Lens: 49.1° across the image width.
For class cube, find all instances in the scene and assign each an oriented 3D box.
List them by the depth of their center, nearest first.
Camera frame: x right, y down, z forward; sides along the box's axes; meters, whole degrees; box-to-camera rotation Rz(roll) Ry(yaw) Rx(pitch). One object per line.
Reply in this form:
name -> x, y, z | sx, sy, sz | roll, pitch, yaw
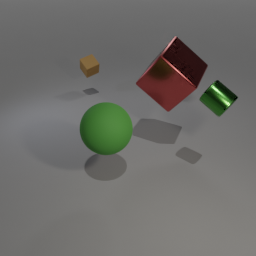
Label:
cube -> 1.369, -1.662, 8.725 | 1.400, 1.400, 1.400 | 40, 48, -6
cube -> -1.866, -3.005, 13.583 | 0.700, 0.700, 0.700 | -29, 72, -20

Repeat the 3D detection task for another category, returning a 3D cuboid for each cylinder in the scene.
cylinder -> 2.340, -0.759, 7.247 | 0.700, 0.700, 0.700 | 45, 44, 13

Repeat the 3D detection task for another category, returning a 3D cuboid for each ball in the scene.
ball -> -0.575, 0.019, 7.429 | 1.400, 1.400, 1.400 | 0, 29, 0
